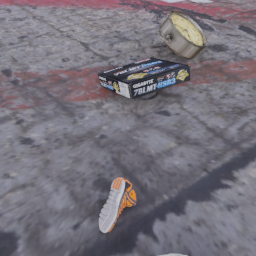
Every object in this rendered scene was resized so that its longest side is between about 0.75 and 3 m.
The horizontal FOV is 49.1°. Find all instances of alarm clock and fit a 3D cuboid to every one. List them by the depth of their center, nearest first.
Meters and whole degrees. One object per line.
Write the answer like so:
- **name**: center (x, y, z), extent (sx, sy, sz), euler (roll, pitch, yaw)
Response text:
- **alarm clock**: center (2.036, -3.699, 11.271), extent (2.965, 0.987, 2.000), euler (-23, 75, -49)

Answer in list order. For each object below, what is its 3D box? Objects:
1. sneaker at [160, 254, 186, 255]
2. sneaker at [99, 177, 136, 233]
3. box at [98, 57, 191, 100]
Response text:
- **sneaker**: center (1.046, 2.433, 4.326), extent (2.061, 1.027, 0.772), euler (1, 43, 4)
- **sneaker**: center (-0.147, 1.645, 5.799), extent (0.442, 0.639, 1.140), euler (8, 70, 45)
- **box**: center (0.476, -1.728, 9.310), extent (2.287, 0.568, 2.269), euler (-21, 29, -22)
